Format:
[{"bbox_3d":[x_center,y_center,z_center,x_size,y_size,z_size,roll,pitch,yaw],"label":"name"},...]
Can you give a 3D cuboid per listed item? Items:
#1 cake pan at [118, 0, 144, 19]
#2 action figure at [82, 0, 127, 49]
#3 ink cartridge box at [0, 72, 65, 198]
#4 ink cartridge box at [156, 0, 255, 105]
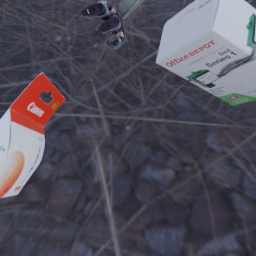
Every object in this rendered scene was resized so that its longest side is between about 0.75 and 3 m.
[{"bbox_3d":[0.493,-3.983,7.972,0.384,2.094,2.094,46,59,-14],"label":"cake pan"},{"bbox_3d":[-0.504,-2.791,7.390,0.692,1.994,1.297,-28,97,14],"label":"action figure"},{"bbox_3d":[-1.743,0.249,4.838,0.531,1.716,2.116,38,83,5],"label":"ink cartridge box"},{"bbox_3d":[2.001,-1.471,5.648,2.358,1.723,0.994,22,73,-23],"label":"ink cartridge box"}]
